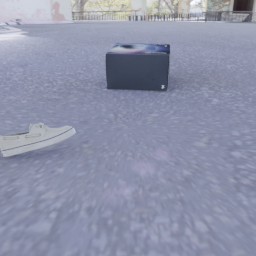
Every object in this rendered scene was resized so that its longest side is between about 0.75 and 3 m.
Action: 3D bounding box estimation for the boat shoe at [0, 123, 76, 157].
[{"bbox_3d":[-1.874,0.141,5.764,1.532,0.504,0.551,-15,10,-1],"label":"boat shoe"}]

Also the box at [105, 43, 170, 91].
[{"bbox_3d":[0.463,-2.374,10.567,2.239,1.380,2.221,3,26,7],"label":"box"}]
